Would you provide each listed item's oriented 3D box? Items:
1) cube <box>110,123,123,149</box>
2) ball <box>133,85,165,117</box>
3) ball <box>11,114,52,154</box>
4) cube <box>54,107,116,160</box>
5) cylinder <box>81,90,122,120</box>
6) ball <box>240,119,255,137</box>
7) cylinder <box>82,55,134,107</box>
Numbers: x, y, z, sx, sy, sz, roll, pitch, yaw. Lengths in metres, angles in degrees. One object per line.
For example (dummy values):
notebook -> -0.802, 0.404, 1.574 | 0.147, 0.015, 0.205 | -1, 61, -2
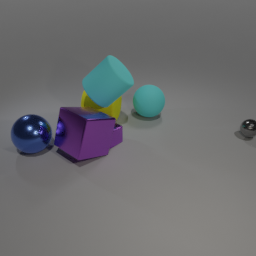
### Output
cube -> -0.681, 0.235, 10.572 | 0.700, 0.700, 0.700 | 24, 37, 35
ball -> 0.909, -1.172, 12.174 | 1.400, 1.400, 1.400 | 0, 30, 0
ball -> -3.410, 0.210, 9.933 | 1.400, 1.400, 1.400 | 0, 30, 0
cube -> -1.495, 0.128, 9.682 | 1.400, 1.400, 1.400 | 24, 18, 36
cylinder -> -1.125, -1.057, 12.095 | 1.400, 1.400, 1.400 | 9, 31, 13
ball -> 4.660, 0.005, 10.717 | 0.700, 0.700, 0.700 | 0, 30, 0
cylinder -> -0.736, -1.717, 10.425 | 1.400, 1.400, 1.400 | -38, 20, 23
